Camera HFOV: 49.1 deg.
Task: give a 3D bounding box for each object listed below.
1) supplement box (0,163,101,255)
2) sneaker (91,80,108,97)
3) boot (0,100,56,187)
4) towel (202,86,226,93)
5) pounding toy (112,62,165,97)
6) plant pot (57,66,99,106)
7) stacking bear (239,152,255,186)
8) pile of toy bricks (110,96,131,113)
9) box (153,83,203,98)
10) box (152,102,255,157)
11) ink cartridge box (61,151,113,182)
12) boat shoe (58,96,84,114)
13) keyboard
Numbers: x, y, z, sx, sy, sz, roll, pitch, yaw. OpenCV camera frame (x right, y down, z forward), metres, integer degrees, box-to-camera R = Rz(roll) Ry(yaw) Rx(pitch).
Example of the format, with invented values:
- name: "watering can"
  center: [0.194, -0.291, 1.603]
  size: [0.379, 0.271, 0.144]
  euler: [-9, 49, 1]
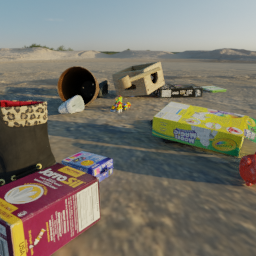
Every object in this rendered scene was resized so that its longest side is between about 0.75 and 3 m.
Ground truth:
- name: "supplement box"
  center: [-1.104, 1.059, 3.593]
  size: [0.876, 0.691, 1.338]
  euler: [11, 19, 34]
- name: "sneaker"
  center: [-1.480, -2.018, 14.200]
  size: [0.777, 0.739, 1.961]
  euler: [0, 16, 9]
- name: "boot"
  center: [-2.133, 0.394, 4.316]
  size: [2.073, 1.561, 0.758]
  euler: [-4, 17, -14]
- name: "towel"
  center: [4.765, -2.160, 15.762]
  size: [0.962, 0.198, 1.290]
  euler: [-7, 20, -16]
- name: "pounding toy"
  center: [0.550, -2.075, 13.038]
  size: [2.549, 1.327, 2.902]
  euler: [0, 24, 36]
- name: "plant pot"
  center: [-1.898, -1.687, 11.944]
  size: [1.643, 1.643, 1.758]
  euler: [2, 5, 8]
- name: "stacking bear"
  center: [2.641, 0.617, 5.140]
  size: [1.409, 0.856, 0.801]
  euler: [-15, 20, -22]
- name: "pile of toy bricks"
  center: [-0.320, -0.988, 10.962]
  size: [0.602, 0.536, 1.085]
  euler: [8, 18, 26]
- name: "box"
  center: [2.488, -1.937, 14.342]
  size: [2.189, 0.477, 1.754]
  euler: [-2, 16, -7]
- name: "box"
  center: [1.990, -0.024, 7.019]
  size: [2.434, 0.589, 1.428]
  euler: [12, 27, 24]
- name: "ink cartridge box"
  center: [-0.706, 0.758, 5.286]
  size: [0.913, 0.349, 0.623]
  euler: [11, 20, 29]
- name: "boat shoe"
  center: [-2.087, -0.851, 10.309]
  size: [0.555, 0.612, 1.663]
  euler: [-11, 5, 10]
- name: "keyboard"
  center: [1.360, -0.103, 8.128]
  size: [1.143, 0.435, 2.196]
  euler: [-2, 17, -6]
